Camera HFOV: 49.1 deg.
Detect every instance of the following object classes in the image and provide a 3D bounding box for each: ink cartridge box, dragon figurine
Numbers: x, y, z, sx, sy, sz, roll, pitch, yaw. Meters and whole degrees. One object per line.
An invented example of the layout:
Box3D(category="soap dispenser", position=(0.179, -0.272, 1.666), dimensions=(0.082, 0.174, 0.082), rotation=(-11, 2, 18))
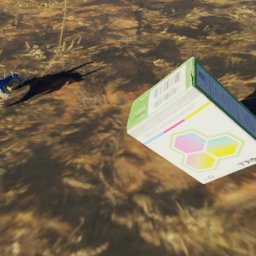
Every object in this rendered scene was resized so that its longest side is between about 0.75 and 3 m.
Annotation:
Box3D(category="ink cartridge box", position=(1.459, 0.179, 4.884), dimensions=(2.674, 1.389, 0.793), rotation=(35, 43, -24))
Box3D(category="dragon figurine", position=(-3.886, -1.254, 7.485), dimensions=(2.339, 0.688, 1.163), rotation=(13, 41, -50))
